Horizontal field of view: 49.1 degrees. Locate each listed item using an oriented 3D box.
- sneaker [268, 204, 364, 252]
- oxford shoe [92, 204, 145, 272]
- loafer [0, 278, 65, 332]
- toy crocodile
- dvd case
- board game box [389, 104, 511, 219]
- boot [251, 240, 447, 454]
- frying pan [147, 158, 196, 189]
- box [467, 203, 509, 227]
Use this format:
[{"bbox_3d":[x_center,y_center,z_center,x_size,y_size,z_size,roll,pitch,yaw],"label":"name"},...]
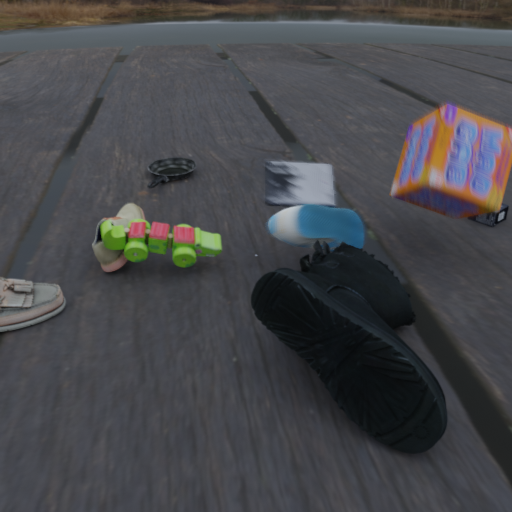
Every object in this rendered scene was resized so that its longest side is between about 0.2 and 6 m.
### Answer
[{"bbox_3d":[1.216,-0.494,10.534,2.183,0.835,0.882,15,-14,-41],"label":"sneaker"},{"bbox_3d":[-2.775,-0.568,11.355,0.701,0.731,1.981,-16,36,15],"label":"oxford shoe"},{"bbox_3d":[-4.629,0.767,9.348,2.678,0.842,0.963,-9,30,-16],"label":"loafer"},{"bbox_3d":[-1.786,-0.324,10.672,2.291,0.707,0.773,6,50,-10],"label":"toy crocodile"},{"bbox_3d":[0.830,-1.372,10.769,1.304,0.161,0.980,3,60,-3],"label":"dvd case"},{"bbox_3d":[3.848,-1.780,11.041,1.571,1.569,1.570,18,-6,-9],"label":"board game box"},{"bbox_3d":[1.695,1.077,8.349,3.302,1.222,2.706,41,26,22],"label":"boot"},{"bbox_3d":[-2.259,-2.207,15.206,1.336,0.359,2.208,-5,31,-8],"label":"frying pan"},{"bbox_3d":[5.399,-1.016,13.034,0.638,0.381,0.649,-24,36,-36],"label":"box"}]
